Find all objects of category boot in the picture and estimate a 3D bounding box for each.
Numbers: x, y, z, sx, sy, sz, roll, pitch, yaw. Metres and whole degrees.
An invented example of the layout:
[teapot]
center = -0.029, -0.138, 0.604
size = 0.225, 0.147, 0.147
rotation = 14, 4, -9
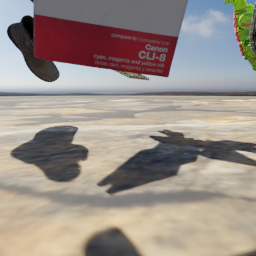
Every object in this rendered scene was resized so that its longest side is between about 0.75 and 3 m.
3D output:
[boot]
center = -2.887, -2.422, 9.181
size = 1.582, 2.403, 0.839
rotation = 14, 61, 49

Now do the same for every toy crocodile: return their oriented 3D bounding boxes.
[toy crocodile]
center = 3.486, -2.795, 8.277
size = 0.751, 2.432, 0.821
rotation = -12, 37, 28

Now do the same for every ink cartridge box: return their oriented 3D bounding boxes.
[ink cartridge box]
center = -0.141, -2.366, 3.796
size = 1.895, 2.620, 1.903
rotation = 7, 33, -6

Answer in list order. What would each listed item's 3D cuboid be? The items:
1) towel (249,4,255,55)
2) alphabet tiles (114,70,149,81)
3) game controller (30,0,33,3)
[towel]
center = 3.971, -2.948, 7.316
size = 1.890, 2.283, 0.977
rotation = -5, 9, -45
[alphabet tiles]
center = -0.671, -1.798, 7.324
size = 2.324, 0.088, 2.793
rotation = 29, 15, 12
[game controller]
center = -2.407, -3.923, 6.876
size = 0.331, 1.572, 0.820
rotation = -25, 50, -35
